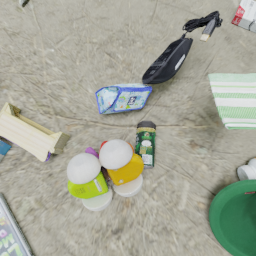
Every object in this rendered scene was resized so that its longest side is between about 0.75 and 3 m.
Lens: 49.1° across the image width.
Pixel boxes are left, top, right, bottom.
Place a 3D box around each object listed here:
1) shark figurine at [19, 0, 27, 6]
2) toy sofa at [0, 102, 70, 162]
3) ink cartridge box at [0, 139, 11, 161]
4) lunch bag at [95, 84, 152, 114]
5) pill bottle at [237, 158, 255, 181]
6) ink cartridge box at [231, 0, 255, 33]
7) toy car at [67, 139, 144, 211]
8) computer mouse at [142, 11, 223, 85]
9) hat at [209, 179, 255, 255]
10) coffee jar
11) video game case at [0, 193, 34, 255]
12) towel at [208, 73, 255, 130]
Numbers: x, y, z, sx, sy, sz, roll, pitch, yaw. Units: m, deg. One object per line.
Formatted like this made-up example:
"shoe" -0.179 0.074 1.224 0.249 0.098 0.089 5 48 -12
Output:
"shark figurine" -3.174 -5.018 9.566 0.700 1.678 1.002 20 36 -32
"toy sofa" -2.773 0.160 8.018 1.978 0.819 0.965 27 85 8
"ink cartridge box" -4.365 0.841 7.668 1.125 1.096 1.750 29 75 8
"lunch bag" -0.118 -0.879 7.871 1.112 1.308 0.834 -9 80 -35
"pill bottle" 3.854 1.154 7.726 1.461 0.824 0.824 -17 74 -5
"ink cartridge box" 4.154 -3.731 9.339 1.111 0.465 0.802 26 75 7
"toy car" -0.668 1.053 7.493 2.044 1.789 1.533 -24 41 -6
"computer mouse" 1.475 -1.943 7.253 0.562 1.715 2.442 42 80 -22
"hat" 3.947 2.042 7.704 2.931 2.580 2.427 3 107 26
"coffee jar" 0.498 0.479 7.995 0.567 0.693 1.329 4 73 3
"video game case" -4.056 3.632 7.248 2.950 0.344 2.682 -33 77 -9
"towel" 2.329 -0.587 5.770 1.102 0.169 1.444 0 56 -3
